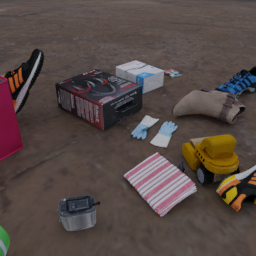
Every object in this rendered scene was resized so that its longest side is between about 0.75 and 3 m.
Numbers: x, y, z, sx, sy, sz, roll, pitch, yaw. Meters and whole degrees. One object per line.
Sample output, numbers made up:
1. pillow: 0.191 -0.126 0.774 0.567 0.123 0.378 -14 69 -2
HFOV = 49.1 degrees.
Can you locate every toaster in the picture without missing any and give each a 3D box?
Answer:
1. toaster: -1.118 1.981 6.539 0.999 0.645 0.568 -8 34 -11

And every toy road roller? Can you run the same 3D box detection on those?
1. toy road roller: 2.405 0.637 7.995 1.121 1.332 1.824 -7 33 -11

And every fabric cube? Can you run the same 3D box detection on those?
1. fabric cube: -4.984 -0.232 8.378 2.371 2.409 2.417 20 38 30

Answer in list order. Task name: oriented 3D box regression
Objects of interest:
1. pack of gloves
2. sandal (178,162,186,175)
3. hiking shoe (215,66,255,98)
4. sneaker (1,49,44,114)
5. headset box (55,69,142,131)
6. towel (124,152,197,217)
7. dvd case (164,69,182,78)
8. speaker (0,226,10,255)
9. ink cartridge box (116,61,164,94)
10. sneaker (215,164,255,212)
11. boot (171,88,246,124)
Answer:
1. pack of gloves: 0.963 -0.012 9.944 1.366 0.321 1.627 14 35 20
2. sandal: 1.507 1.344 7.879 0.194 0.344 0.905 17 43 -4
3. hiking shoe: 4.802 -2.028 12.319 2.646 1.147 0.984 -20 37 -28
4. sneaker: -4.034 -1.794 10.126 1.203 2.673 0.935 26 12 -13
5. headset box: -1.018 -1.187 11.026 3.000 1.125 2.229 26 41 34
6. towel: 0.825 1.460 7.578 1.265 0.259 1.729 -31 42 -18
7. dvd case: 2.273 -2.872 14.625 0.648 0.098 0.888 -17 35 -24
8. speaker: -3.223 2.879 4.588 1.266 1.266 2.863 7 34 11
9. ink cartridge box: 0.372 -2.560 13.482 1.390 0.800 2.400 -26 41 -35
10. sneaker: 3.289 1.553 7.313 2.007 0.702 0.903 -15 52 -23
11. boot: 3.178 -0.748 10.671 2.575 0.905 1.883 -31 51 -29
